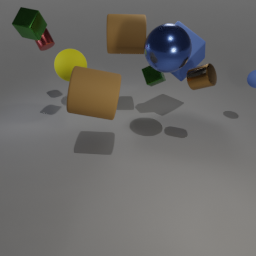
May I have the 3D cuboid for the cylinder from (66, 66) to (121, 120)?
[{"bbox_3d":[-1.006,-1.031,8.358,1.400,1.400,1.400,10,30,-6],"label":"cylinder"}]

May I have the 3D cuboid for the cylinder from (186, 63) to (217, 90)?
[{"bbox_3d":[2.299,-1.587,8.737,0.700,0.700,0.700,-9,19,41],"label":"cylinder"}]

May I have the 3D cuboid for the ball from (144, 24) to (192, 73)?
[{"bbox_3d":[1.174,-2.345,8.290,1.400,1.400,1.400,0,30,0],"label":"ball"}]

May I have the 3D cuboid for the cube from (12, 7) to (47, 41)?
[{"bbox_3d":[-3.225,-3.420,9.233,0.700,0.700,0.700,16,74,13],"label":"cube"}]

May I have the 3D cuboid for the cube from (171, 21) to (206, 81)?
[{"bbox_3d":[2.038,-2.968,11.002,1.400,1.400,1.400,-46,72,2],"label":"cube"}]

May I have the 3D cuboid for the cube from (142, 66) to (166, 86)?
[{"bbox_3d":[1.071,-2.193,11.569,0.700,0.700,0.700,-20,-4,19],"label":"cube"}]

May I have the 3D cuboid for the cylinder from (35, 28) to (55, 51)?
[{"bbox_3d":[-3.587,-3.761,11.897,0.700,0.700,0.700,-28,4,2],"label":"cylinder"}]

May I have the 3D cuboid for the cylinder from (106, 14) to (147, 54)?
[{"bbox_3d":[-0.067,-3.475,10.412,1.400,1.400,1.400,1,30,-1],"label":"cylinder"}]

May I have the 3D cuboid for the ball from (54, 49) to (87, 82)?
[{"bbox_3d":[-2.487,-2.725,12.194,1.400,1.400,1.400,0,30,0],"label":"ball"}]

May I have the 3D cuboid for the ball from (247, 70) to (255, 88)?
[{"bbox_3d":[4.982,-1.895,10.829,0.700,0.700,0.700,0,30,0],"label":"ball"}]
